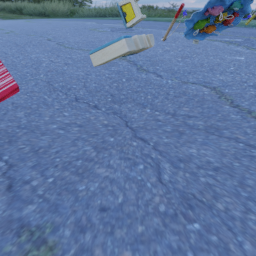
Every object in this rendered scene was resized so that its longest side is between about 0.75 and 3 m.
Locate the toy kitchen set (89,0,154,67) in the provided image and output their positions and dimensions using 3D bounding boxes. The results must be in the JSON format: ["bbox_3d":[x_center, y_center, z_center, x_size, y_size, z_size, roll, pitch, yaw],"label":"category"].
[{"bbox_3d":[-0.386,-3.622,10.284,1.515,2.061,2.572,-16,11,31],"label":"toy kitchen set"}]

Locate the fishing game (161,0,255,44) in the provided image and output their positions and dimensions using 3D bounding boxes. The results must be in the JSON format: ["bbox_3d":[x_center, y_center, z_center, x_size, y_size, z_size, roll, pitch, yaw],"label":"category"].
[{"bbox_3d":[2.450,-2.905,7.674,2.925,0.455,2.094,-14,-12,-17],"label":"fishing game"}]

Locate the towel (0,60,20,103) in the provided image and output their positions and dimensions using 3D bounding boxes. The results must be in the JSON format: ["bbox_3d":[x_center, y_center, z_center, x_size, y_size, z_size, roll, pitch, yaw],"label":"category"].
[{"bbox_3d":[-3.556,-1.229,7.028,1.121,0.174,1.550,-35,76,-11],"label":"towel"}]
